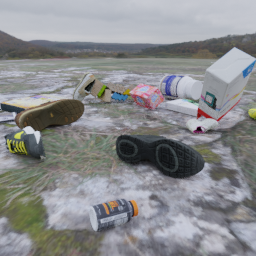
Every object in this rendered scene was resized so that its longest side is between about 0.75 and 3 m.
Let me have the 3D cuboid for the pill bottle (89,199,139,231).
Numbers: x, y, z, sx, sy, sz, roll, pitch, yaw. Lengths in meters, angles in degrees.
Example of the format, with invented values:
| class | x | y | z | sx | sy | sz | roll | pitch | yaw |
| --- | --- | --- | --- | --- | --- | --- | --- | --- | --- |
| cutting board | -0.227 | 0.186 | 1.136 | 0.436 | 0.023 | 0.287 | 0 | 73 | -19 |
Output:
| class | x | y | z | sx | sy | sz | roll | pitch | yaw |
| --- | --- | --- | --- | --- | --- | --- | --- | --- | --- |
| pill bottle | -0.250 | 1.616 | 5.316 | 0.883 | 0.469 | 0.469 | -8 | 19 | -24 |

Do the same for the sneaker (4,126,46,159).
| class | x | y | z | sx | sy | sz | roll | pitch | yaw |
| --- | --- | --- | --- | --- | --- | --- | --- | --- | --- |
| sneaker | -3.099 | 0.539 | 8.340 | 0.945 | 0.832 | 2.233 | -17 | 15 | -27 |

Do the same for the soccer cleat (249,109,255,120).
| class | x | y | z | sx | sy | sz | roll | pitch | yaw |
| --- | --- | --- | --- | --- | --- | --- | --- | --- | --- |
| soccer cleat | 5.623 | -0.635 | 11.914 | 0.523 | 0.676 | 1.617 | 1 | 18 | 2 |

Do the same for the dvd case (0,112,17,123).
| class | x | y | z | sx | sy | sz | roll | pitch | yaw |
| --- | --- | --- | --- | --- | --- | --- | --- | --- | --- |
| dvd case | -5.663 | -0.409 | 12.109 | 1.671 | 0.133 | 1.242 | -8 | 19 | -23 |

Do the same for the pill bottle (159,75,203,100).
| class | x | y | z | sx | sy | sz | roll | pitch | yaw |
| --- | --- | --- | --- | --- | --- | --- | --- | --- | --- |
| pill bottle | 2.927 | -2.191 | 15.475 | 1.350 | 1.350 | 2.255 | -13 | 20 | -35 |

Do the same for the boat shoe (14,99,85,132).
| class | x | y | z | sx | sy | sz | roll | pitch | yaw |
| --- | --- | --- | --- | --- | --- | --- | --- | --- | --- |
| boat shoe | -3.114 | -0.628 | 11.284 | 2.939 | 1.058 | 0.993 | -20 | 29 | -41 |

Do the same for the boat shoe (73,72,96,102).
| class | x | y | z | sx | sy | sz | roll | pitch | yaw |
| --- | --- | --- | --- | --- | --- | --- | --- | --- | --- |
| boat shoe | -2.266 | -1.945 | 14.445 | 0.629 | 1.840 | 0.688 | 41 | 25 | 28 |

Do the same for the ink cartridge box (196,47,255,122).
| class | x | y | z | sx | sy | sz | roll | pitch | yaw |
| --- | --- | --- | --- | --- | --- | --- | --- | --- | --- |
| ink cartridge box | 3.661 | -1.371 | 10.817 | 1.690 | 2.908 | 0.978 | -39 | 61 | -20 |

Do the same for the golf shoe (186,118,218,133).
| class | x | y | z | sx | sy | sz | roll | pitch | yaw |
| --- | --- | --- | --- | --- | --- | --- | --- | --- | --- |
| golf shoe | 2.854 | -0.023 | 10.556 | 1.326 | 0.499 | 0.607 | -4 | 39 | -15 |

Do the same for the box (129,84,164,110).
| class | x | y | z | sx | sy | sz | roll | pitch | yaw |
| --- | --- | --- | --- | --- | --- | --- | --- | --- | --- |
| box | 0.940 | -1.618 | 14.251 | 0.860 | 0.794 | 1.676 | -41 | 31 | -13 |

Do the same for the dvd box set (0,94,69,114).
| class | x | y | z | sx | sy | sz | roll | pitch | yaw |
| --- | --- | --- | --- | --- | --- | --- | --- | --- | --- |
| dvd box set | -4.641 | -1.218 | 14.173 | 2.015 | 0.405 | 2.754 | 11 | 21 | 32 |

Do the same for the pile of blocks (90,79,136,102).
| class | x | y | z | sx | sy | sz | roll | pitch | yaw |
| --- | --- | --- | --- | --- | --- | --- | --- | --- | --- |
| pile of blocks | -0.852 | -1.914 | 15.485 | 2.948 | 1.210 | 0.916 | 8 | -7 | -6 |

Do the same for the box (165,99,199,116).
| class | x | y | z | sx | sy | sz | roll | pitch | yaw |
| --- | --- | --- | --- | --- | --- | --- | --- | --- | --- |
| box | 3.033 | -1.019 | 13.589 | 1.470 | 0.370 | 2.037 | -15 | 26 | -41 |

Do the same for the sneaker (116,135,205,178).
| class | x | y | z | sx | sy | sz | roll | pitch | yaw |
| --- | --- | --- | --- | --- | --- | --- | --- | --- | --- |
| sneaker | 0.939 | 0.596 | 7.777 | 2.611 | 0.992 | 1.185 | 16 | 17 | 35 |
